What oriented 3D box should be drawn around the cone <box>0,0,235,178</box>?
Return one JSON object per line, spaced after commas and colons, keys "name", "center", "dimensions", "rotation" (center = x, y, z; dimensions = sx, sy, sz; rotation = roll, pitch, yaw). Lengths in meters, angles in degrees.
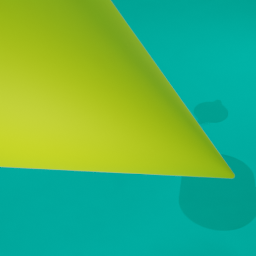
{"name": "cone", "center": [-0.021, -0.075, 1.968], "dimensions": [1.679, 1.672, 1.672], "rotation": [29, 49, 7]}
